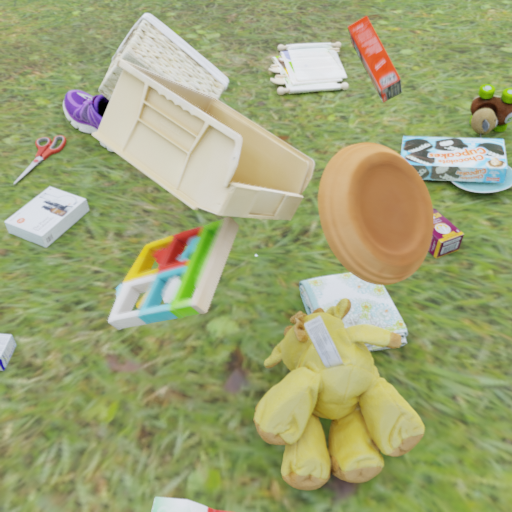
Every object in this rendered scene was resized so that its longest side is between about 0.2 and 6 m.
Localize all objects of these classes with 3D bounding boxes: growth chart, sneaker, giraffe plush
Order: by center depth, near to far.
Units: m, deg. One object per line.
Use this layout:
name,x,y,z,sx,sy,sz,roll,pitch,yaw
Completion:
giraffe plush,0.918,1.610,7.741,2.104,2.438,1.977,-10,15,-3
sneaker,-3.742,-3.507,13.451,1.050,1.087,2.605,-35,53,-31
growth chart,1.479,-5.449,16.061,2.256,0.276,3.118,-1,44,0

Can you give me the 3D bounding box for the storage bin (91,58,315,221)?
storage bin,-0.541,-1.317,6.968,2.040,0.963,2.055,36,17,21

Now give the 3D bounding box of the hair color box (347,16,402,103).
hair color box,2.481,-4.083,11.689,0.478,0.792,1.561,-27,78,13

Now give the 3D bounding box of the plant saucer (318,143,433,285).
plant saucer,1.555,-0.549,6.829,1.789,0.335,1.789,7,77,-31

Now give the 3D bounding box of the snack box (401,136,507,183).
snack box,4.298,-2.140,12.320,2.175,0.403,1.264,5,42,15

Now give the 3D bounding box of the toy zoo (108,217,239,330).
toy zoo,-1.168,0.268,7.128,1.988,0.203,1.304,-14,44,40

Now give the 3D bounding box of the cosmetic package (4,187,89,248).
cosmetic package,-4.153,-0.799,11.175,0.980,0.336,1.300,17,46,21

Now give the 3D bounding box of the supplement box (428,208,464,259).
supplement box,3.428,-0.438,10.705,0.569,0.449,0.869,-19,47,-19

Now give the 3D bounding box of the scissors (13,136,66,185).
scissors,-4.899,-2.215,12.780,0.713,0.136,1.948,3,42,0

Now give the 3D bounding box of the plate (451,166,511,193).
plate,4.871,-1.688,12.121,1.382,0.177,1.382,-6,39,5

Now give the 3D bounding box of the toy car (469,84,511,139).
toy car,5.511,-3.182,13.210,1.031,1.073,1.306,16,56,16

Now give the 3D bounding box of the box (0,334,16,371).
box,-4.135,1.504,8.802,0.488,0.278,0.530,4,43,3

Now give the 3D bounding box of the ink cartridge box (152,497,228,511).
ink cartridge box,-0.761,3.465,6.777,1.136,0.285,0.914,2,44,5

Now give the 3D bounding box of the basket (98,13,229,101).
basket,-2.106,-3.879,12.744,2.427,1.645,1.497,34,46,-24

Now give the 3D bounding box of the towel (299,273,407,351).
towel,1.589,0.927,9.347,1.405,0.395,1.641,-7,44,-12
